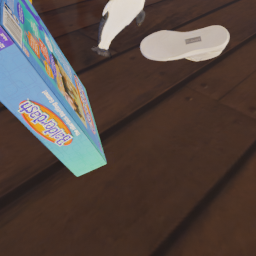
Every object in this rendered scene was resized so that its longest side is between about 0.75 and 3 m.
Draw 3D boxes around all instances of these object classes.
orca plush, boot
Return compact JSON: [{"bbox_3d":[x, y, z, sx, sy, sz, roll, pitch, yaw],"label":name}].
[{"bbox_3d":[-0.216,-3.404,8.586,1.332,2.533,0.900,15,25,-11],"label":"orca plush"},{"bbox_3d":[1.401,-1.959,7.066,2.102,1.005,0.773,-4,80,9],"label":"boot"}]

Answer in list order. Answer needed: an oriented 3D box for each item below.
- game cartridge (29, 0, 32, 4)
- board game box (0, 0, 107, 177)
[{"bbox_3d":[-3.115,-3.410,7.519,1.105,0.974,0.179,17,28,10],"label":"game cartridge"},{"bbox_3d":[-1.419,-0.857,4.660,0.668,2.967,2.257,-25,48,4],"label":"board game box"}]
